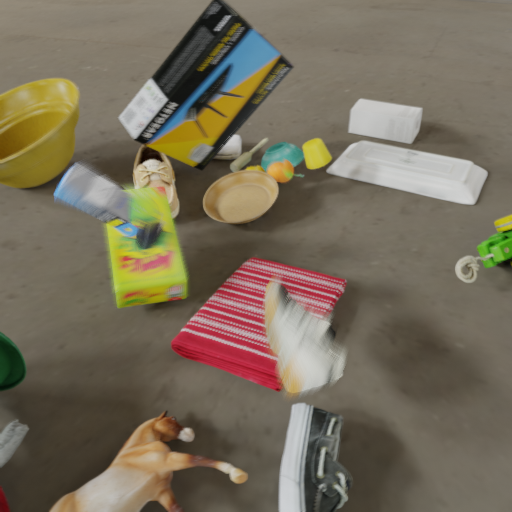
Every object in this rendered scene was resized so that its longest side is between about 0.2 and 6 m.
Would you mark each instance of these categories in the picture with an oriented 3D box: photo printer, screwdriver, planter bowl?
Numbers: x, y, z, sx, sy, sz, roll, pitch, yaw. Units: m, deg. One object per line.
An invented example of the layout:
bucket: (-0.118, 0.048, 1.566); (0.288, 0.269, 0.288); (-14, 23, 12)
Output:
photo printer: (-0.773, -2.689, 13.909); (0.799, 0.333, 0.960); (0, 34, 0)
screwdriver: (-1.425, -0.433, 7.903); (0.329, 0.343, 2.360); (-3, 14, -4)
planter bowl: (-5.052, -2.454, 12.369); (3.192, 1.330, 3.192); (-12, 45, 12)

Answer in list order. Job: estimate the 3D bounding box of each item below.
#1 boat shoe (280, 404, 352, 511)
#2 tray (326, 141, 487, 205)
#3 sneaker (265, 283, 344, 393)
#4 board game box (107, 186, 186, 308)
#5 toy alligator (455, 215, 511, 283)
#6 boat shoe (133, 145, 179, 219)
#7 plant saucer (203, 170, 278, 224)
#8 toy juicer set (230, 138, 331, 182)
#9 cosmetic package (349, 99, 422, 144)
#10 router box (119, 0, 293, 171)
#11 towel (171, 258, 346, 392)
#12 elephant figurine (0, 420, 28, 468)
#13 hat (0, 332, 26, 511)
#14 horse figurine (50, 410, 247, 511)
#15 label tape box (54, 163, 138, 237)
boat shoe: (0.673, 2.428, 6.134); (0.750, 0.762, 2.115); (1, 33, 8)
tray: (3.512, -2.073, 12.999); (3.373, 0.374, 1.811); (17, 37, 22)
sneaker: (0.567, 0.966, 6.957); (0.764, 0.659, 1.742); (-9, 38, -8)
board game box: (-1.897, -0.210, 9.374); (1.090, 0.511, 2.146); (-7, 52, -15)
toy alligator: (4.396, -0.168, 9.904); (3.186, 0.945, 0.864); (-21, -2, -25)
boat shoe: (-2.205, -1.630, 11.883); (0.955, 0.896, 2.590); (-9, 36, -13)
plant saucer: (-0.298, -1.147, 11.464); (1.567, 0.277, 1.567); (-8, 47, 9)
toy juicer set: (0.352, -2.009, 12.695); (1.682, 0.719, 2.644); (-36, 27, -19)
cosmetic package: (3.423, -3.603, 14.886); (1.705, 0.723, 0.917); (15, 39, 22)
router box: (-0.993, -3.443, 11.751); (0.801, 3.137, 2.340); (54, 20, 26)
towel: (0.125, 0.923, 8.744); (1.902, 0.296, 2.630); (14, 35, 23)
elephant figurine: (-3.891, 2.205, 5.926); (1.901, 1.733, 2.450); (8, 6, -42)
hat: (-3.772, 1.800, 6.408); (2.092, 1.733, 1.842); (-6, 43, 15)
horse figurine: (-1.381, 2.711, 5.733); (1.828, 0.688, 2.758); (14, 41, 39)
label tape box: (-2.246, -0.793, 8.292); (0.941, 1.305, 0.413); (-4, 58, 63)
